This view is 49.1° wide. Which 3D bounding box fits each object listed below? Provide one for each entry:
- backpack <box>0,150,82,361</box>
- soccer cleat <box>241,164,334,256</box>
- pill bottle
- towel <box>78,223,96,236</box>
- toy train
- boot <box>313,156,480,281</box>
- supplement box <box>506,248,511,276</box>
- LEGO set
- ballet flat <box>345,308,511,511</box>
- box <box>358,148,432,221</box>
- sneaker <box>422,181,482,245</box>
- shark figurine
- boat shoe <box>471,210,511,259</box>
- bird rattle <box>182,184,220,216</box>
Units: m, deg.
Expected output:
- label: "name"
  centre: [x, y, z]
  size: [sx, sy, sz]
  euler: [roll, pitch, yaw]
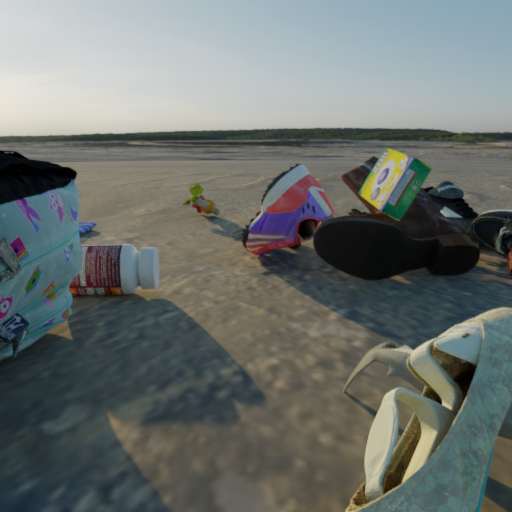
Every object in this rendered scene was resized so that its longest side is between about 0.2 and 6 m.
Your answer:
- label: "backpack"
  centre: [-3.264, -0.023, 5.508]
  size: [2.990, 2.268, 3.583]
  euler: [10, 13, 7]
- label: "soccer cleat"
  centre: [0.483, -0.481, 9.625]
  size: [0.946, 1.015, 2.774]
  euler: [-37, -10, -25]
- label: "pill bottle"
  centre: [-2.110, 0.195, 8.071]
  size: [1.345, 0.737, 0.737]
  euler: [-1, 12, -3]
- label: "towel"
  centre: [-4.988, -0.524, 12.350]
  size: [2.045, 0.337, 2.824]
  euler: [2, 12, 3]
- label: "toy train"
  centre: [0.038, -0.521, 11.590]
  size: [1.783, 0.755, 1.031]
  euler: [-3, 2, -14]
- label: "boot"
  centre: [1.974, -0.907, 9.917]
  size: [2.982, 1.028, 3.200]
  euler: [9, 34, -20]
- label: "supplement box"
  centre: [4.235, -0.198, 8.677]
  size: [0.309, 1.016, 0.553]
  euler: [17, 32, 10]
- label: "LEGO set"
  centre: [2.559, -0.353, 10.959]
  size: [3.339, 0.946, 2.168]
  euler: [27, 27, 36]
- label: "ballet flat"
  centre: [1.147, 0.868, 3.364]
  size: [0.651, 0.704, 2.087]
  euler: [39, 48, 1]
- label: "box"
  centre: [2.087, -1.167, 8.706]
  size: [0.376, 0.912, 1.554]
  euler: [27, 13, -10]
- label: "sneaker"
  centre: [4.236, -0.972, 12.215]
  size: [0.921, 1.254, 2.772]
  euler: [-4, 13, -16]
- label: "shark figurine"
  centre: [1.407, 1.116, 4.240]
  size: [1.834, 0.765, 1.096]
  euler: [17, -14, 33]
- label: "boat shoe"
  centre: [4.553, -0.239, 9.565]
  size: [0.674, 0.845, 2.235]
  euler: [-13, 22, -31]
- label: "bird rattle"
  centre: [-1.469, -1.378, 15.559]
  size: [1.020, 0.705, 1.251]
  euler: [31, -10, 24]
